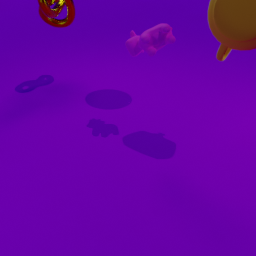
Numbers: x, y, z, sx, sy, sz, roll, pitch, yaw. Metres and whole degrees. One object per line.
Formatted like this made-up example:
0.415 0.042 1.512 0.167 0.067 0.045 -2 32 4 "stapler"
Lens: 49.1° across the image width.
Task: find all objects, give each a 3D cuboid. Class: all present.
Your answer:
2.073 -2.024 4.689 1.264 2.033 0.996 38 34 17 "teapot"
-1.881 -3.699 7.989 1.526 1.631 0.754 -43 79 -7 "knot shape"
0.445 -1.837 5.826 0.999 0.548 0.983 -28 28 8 "cow figurine"
